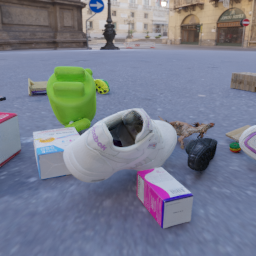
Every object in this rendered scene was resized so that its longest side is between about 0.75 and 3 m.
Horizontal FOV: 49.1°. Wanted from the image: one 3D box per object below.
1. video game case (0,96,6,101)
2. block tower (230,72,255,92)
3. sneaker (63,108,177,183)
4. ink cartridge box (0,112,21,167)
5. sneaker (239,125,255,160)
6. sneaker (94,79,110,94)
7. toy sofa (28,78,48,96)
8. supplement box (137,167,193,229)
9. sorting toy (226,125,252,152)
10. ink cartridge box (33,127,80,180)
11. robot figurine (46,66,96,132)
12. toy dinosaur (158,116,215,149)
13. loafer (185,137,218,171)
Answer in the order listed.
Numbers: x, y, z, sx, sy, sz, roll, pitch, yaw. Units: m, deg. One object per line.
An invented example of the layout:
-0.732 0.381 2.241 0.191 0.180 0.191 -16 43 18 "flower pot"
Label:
-5.633 -1.151 11.107 1.116 0.142 1.009 11 21 28 "video game case"
6.086 -1.998 12.630 0.827 0.772 2.860 -12 23 -33 "block tower"
0.228 0.220 4.791 2.560 1.275 0.959 -12 65 -48 "sneaker"
-3.628 0.273 5.613 2.267 0.945 1.646 3 19 9 "ink cartridge box"
3.483 0.324 5.935 2.580 0.966 1.285 0 3 -8 "sneaker"
-1.177 -1.980 12.783 0.720 0.638 1.723 -13 22 -23 "sneaker"
-3.569 -1.743 12.312 1.551 0.757 0.642 -6 45 -18 "toy sofa"
0.513 1.007 4.220 0.465 0.475 0.919 -7 21 -20 "supplement box"
2.904 0.225 6.727 1.475 0.249 0.711 -19 24 -16 "sorting toy"
-1.471 0.411 5.869 0.923 0.544 1.603 -7 20 -21 "ink cartridge box"
-1.378 -0.728 7.067 1.152 1.747 1.991 -2 -25 -6 "robot figurine"
1.367 0.032 6.901 0.912 0.577 1.345 -15 25 -37 "toy dinosaur"
1.403 0.493 5.631 0.541 0.523 1.541 11 13 25 "loafer"
